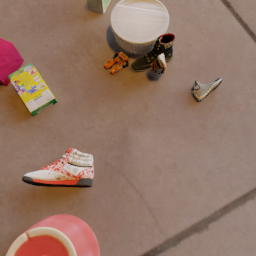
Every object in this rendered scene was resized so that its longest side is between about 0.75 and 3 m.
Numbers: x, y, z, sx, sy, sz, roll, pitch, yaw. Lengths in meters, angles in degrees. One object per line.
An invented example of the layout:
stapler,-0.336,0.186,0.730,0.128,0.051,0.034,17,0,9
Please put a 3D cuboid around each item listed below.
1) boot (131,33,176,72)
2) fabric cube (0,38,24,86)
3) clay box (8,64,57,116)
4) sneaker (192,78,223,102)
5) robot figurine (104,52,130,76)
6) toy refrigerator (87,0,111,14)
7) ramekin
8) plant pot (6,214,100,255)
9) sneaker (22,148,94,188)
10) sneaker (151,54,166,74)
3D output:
boot,1.043,-3.142,11.619,1.945,1.469,0.702,-20,72,-7
fabric cube,-5.431,-2.820,11.557,1.380,1.406,1.402,24,74,7
clay box,-3.962,-1.616,11.607,1.158,0.480,2.016,-33,74,-11
sneaker,3.228,-1.814,11.671,1.408,0.528,0.813,-41,73,-12
robot figurine,-0.451,-2.834,12.117,0.827,0.332,1.140,43,76,12
toy refrigerator,-1.002,-6.736,13.144,0.904,0.981,2.584,21,71,7
ramekin,0.492,-4.405,12.219,2.526,1.176,2.526,0,71,0
plant pot,-2.315,4.062,8.560,2.831,2.505,2.831,0,71,-1
sneaker,-2.520,1.453,10.358,2.534,0.846,1.358,3,70,-3
sneaker,1.221,-2.514,11.309,0.589,1.524,0.597,-6,80,4
